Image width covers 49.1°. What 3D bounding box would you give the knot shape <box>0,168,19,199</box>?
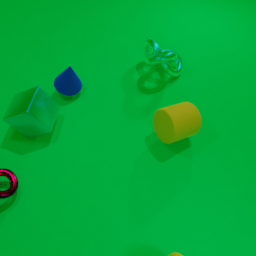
[{"bbox_3d":[-3.395,1.475,6.717,1.311,0.606,1.227,-6,14,-6],"label":"knot shape"}]

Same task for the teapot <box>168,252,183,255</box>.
[{"bbox_3d":[0.875,2.917,5.344,0.713,1.457,0.906,-24,75,12],"label":"teapot"}]

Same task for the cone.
[{"bbox_3d":[-1.843,-1.641,8.754,0.911,0.914,0.911,7,60,-13],"label":"cone"}]

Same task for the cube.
[{"bbox_3d":[-2.739,-0.436,8.035,0.982,0.982,0.982,-13,49,26],"label":"cube"}]

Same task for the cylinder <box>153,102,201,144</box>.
[{"bbox_3d":[1.373,-0.157,7.904,0.985,0.985,0.985,-17,54,-28],"label":"cylinder"}]

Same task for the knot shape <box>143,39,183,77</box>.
[{"bbox_3d":[1.088,-2.464,9.651,1.553,0.767,1.660,40,23,30],"label":"knot shape"}]
